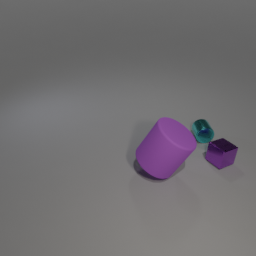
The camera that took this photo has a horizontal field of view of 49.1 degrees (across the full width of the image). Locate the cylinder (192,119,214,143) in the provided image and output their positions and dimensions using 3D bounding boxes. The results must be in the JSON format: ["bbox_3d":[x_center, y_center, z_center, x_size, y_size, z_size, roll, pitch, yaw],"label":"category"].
[{"bbox_3d":[2.891,0.115,10.828,0.700,0.700,0.700,-2,31,-3],"label":"cylinder"}]

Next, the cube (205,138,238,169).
[{"bbox_3d":[3.192,0.860,9.576,0.700,0.700,0.700,-14,34,-28],"label":"cube"}]

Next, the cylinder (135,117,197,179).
[{"bbox_3d":[1.164,0.622,8.734,1.400,1.400,1.400,24,33,-17],"label":"cylinder"}]
